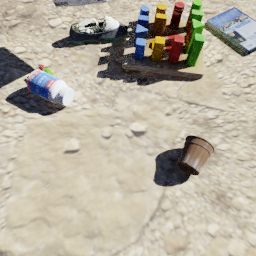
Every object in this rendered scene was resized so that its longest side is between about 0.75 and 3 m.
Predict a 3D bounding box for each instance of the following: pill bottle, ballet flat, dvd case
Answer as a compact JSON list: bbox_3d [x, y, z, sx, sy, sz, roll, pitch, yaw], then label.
[{"bbox_3d":[-2.446,-1.258,8.947,1.400,0.786,0.786,26,60,16],"label":"pill bottle"},{"bbox_3d":[-1.059,-3.780,10.604,2.384,0.871,0.871,-9,57,-6],"label":"ballet flat"},{"bbox_3d":[4.463,-3.887,11.041,1.634,0.201,2.290,-30,61,-19],"label":"dvd case"}]

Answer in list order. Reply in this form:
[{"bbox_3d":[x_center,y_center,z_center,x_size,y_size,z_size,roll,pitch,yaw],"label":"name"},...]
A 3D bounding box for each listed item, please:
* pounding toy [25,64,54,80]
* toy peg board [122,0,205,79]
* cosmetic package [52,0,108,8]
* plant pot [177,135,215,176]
[{"bbox_3d":[-3.017,-1.839,9.551,0.903,0.419,0.697,-36,63,-22],"label":"pounding toy"},{"bbox_3d":[1.393,-3.406,9.873,2.831,1.390,2.843,8,57,-1],"label":"toy peg board"},{"bbox_3d":[-1.541,-4.840,8.004,1.663,1.665,2.018,-6,87,0],"label":"cosmetic package"},{"bbox_3d":[1.788,0.775,7.624,0.849,0.849,0.841,26,67,16],"label":"plant pot"}]
